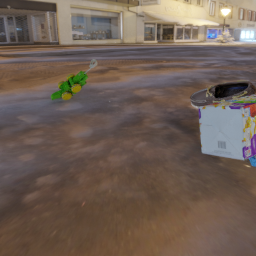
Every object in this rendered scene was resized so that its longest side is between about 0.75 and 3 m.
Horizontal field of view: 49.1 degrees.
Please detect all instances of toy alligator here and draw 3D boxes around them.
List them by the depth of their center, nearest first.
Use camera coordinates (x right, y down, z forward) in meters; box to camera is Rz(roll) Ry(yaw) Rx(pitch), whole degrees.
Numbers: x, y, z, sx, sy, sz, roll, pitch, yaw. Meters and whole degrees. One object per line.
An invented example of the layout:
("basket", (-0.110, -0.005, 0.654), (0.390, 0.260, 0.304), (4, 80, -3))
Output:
("toy alligator", (-2.112, -1.884, 11.742), (0.699, 2.577, 0.764), (29, 30, -59))

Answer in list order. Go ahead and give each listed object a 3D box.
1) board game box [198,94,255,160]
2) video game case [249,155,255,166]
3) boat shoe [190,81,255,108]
("board game box", (2.804, -0.124, 6.481), (2.151, 1.108, 1.128), (-13, 11, -34))
("video game case", (3.911, 0.422, 7.261), (1.771, 0.220, 2.474), (4, 21, 11))
("boat shoe", (3.287, -1.212, 10.019), (2.531, 0.753, 0.909), (2, 59, 45))
